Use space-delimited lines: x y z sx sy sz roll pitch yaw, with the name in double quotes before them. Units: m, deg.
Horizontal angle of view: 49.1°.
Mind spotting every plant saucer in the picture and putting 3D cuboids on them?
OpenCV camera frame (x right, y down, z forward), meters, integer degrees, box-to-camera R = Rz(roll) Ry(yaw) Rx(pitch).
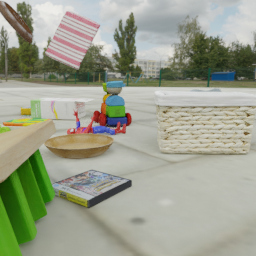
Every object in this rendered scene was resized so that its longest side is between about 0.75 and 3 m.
"plant saucer" -3.138 -3.013 7.865 0.221 1.376 1.376 -36 10 4
"plant saucer" -1.162 0.433 6.738 1.671 0.296 1.671 0 10 0

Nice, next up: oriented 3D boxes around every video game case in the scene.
"video game case" -0.603 0.930 4.508 0.921 0.130 1.019 7 13 36

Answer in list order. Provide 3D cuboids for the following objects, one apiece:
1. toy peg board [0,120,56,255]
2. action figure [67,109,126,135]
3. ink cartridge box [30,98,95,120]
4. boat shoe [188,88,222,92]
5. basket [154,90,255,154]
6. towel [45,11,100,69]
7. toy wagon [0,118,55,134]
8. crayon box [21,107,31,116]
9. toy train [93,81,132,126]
"toy peg board" -1.981 0.853 3.180 2.236 1.098 2.245 -16 10 -1
"action figure" -0.985 -0.173 8.555 1.850 0.916 0.604 -9 13 -30
"ink cartridge box" -2.765 -0.853 12.224 2.466 0.830 1.444 2 11 10
"boat shoe" 4.745 -1.861 17.932 2.963 1.067 0.919 -8 -24 -24
"basket" 1.805 -0.192 7.045 2.301 1.419 1.559 1 10 2
"towel" -2.185 -3.500 11.146 1.515 2.070 0.310 26 -2 6
"toy wagon" -3.422 -0.038 9.010 2.022 0.400 1.568 2 10 11
"crayon box" -4.714 -0.819 13.448 0.809 0.332 1.287 -4 12 -19
"toy train" -0.778 -1.053 11.096 1.196 1.635 2.826 -3 11 -18
